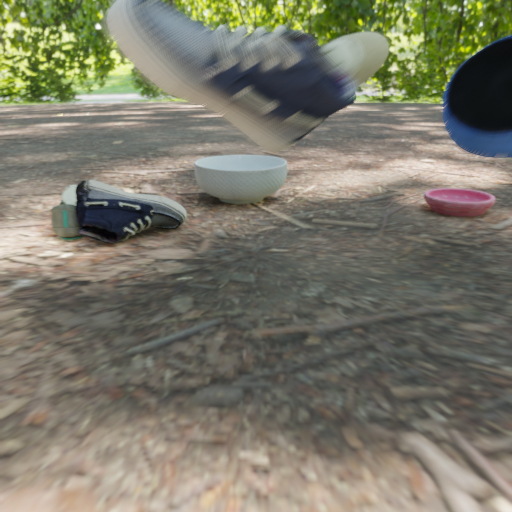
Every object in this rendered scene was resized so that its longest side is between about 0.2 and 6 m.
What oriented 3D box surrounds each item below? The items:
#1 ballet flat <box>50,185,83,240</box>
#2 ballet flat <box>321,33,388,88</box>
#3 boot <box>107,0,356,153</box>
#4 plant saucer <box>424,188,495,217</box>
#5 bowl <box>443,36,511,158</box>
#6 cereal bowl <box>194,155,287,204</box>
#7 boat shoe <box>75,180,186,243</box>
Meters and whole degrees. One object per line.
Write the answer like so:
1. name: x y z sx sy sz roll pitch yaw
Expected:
1. ballet flat: -3.225 -0.924 10.105 0.763 0.721 2.264 -6 19 -9
2. ballet flat: 0.845 -2.481 7.633 2.087 0.725 0.725 -26 17 8
3. boot: -0.138 -2.191 6.130 1.251 1.007 2.769 -28 -33 35
4. plant saucer: 4.009 -1.058 11.123 1.330 0.337 1.330 0 20 0
5. bowl: 3.515 -2.234 7.597 1.985 1.985 0.390 19 -17 43
6. cereal bowl: -0.328 -1.615 11.980 2.010 0.837 2.010 0 18 0
7. boat shoe: -2.078 -0.562 9.352 1.932 0.721 0.896 12 56 -27
